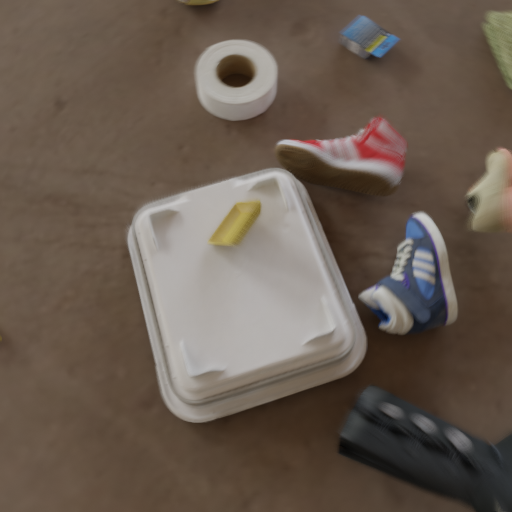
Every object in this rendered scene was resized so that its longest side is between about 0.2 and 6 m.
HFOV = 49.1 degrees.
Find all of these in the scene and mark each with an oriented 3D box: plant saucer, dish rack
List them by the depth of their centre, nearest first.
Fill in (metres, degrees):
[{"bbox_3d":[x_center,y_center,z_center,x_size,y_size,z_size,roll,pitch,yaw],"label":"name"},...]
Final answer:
[{"bbox_3d":[-0.297,-0.459,8.561,0.203,0.836,0.836,41,73,-23],"label":"plant saucer"},{"bbox_3d":[-0.281,0.363,8.786,3.239,0.822,3.774,-17,66,-3],"label":"dish rack"}]

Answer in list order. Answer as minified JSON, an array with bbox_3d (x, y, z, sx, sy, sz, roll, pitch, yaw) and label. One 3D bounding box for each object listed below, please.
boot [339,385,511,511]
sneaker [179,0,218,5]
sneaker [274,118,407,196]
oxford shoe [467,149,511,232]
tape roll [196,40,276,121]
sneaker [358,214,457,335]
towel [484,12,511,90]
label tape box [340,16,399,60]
[{"bbox_3d":[2.729,2.505,7.876,2.587,0.849,2.132,14,27,31],"label":"boot"},{"bbox_3d":[-1.256,-6.737,11.415,1.259,1.514,3.359,-3,68,-1],"label":"sneaker"},{"bbox_3d":[1.527,-1.874,9.842,2.222,0.791,1.250,18,61,15],"label":"sneaker"},{"bbox_3d":[3.855,-1.127,9.210,0.761,0.730,2.062,-6,34,23],"label":"oxford shoe"},{"bbox_3d":[-0.376,-3.317,10.553,1.511,0.529,1.511,0,68,0],"label":"tape roll"},{"bbox_3d":[2.283,0.293,8.939,1.406,0.774,1.921,-8,73,-8],"label":"sneaker"},{"bbox_3d":[5.354,-4.056,10.959,1.392,0.342,1.876,-6,68,-1],"label":"towel"},{"bbox_3d":[2.227,-4.238,11.058,0.923,0.292,0.666,41,73,15],"label":"label tape box"}]
